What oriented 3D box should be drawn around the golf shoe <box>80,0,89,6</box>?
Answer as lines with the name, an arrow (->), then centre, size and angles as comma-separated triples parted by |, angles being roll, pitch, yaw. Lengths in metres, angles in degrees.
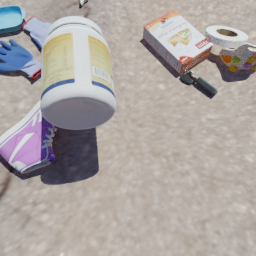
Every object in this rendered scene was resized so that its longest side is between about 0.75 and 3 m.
golf shoe -> -1.736, -5.151, 11.177 | 0.336, 0.294, 0.763 | 13, 65, -1

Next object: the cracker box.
cracker box -> 1.737, -3.108, 9.985 | 1.429, 0.615, 2.133 | -34, 69, -15

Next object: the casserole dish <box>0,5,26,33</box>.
casserole dish -> -4.800, -4.041, 10.583 | 1.933, 0.375, 1.171 | -12, 65, -5

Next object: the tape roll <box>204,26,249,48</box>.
tape roll -> 3.468, -3.242, 9.913 | 1.490, 0.272, 1.490 | 4, 38, -3

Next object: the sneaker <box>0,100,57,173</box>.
sneaker -> -2.362, 0.168, 8.278 | 1.548, 0.984, 2.714 | 41, 81, 14

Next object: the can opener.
can opener -> 2.397, -1.516, 9.422 | 1.332, 0.351, 0.443 | 37, 105, 18

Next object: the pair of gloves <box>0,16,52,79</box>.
pair of gloves -> -3.451, -2.864, 10.051 | 2.300, 0.326, 2.861 | 33, 67, 17

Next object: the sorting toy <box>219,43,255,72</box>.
sorting toy -> 4.024, -2.498, 9.211 | 1.517, 1.366, 0.811 | -7, 80, -3

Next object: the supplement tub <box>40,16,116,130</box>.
supplement tub -> -1.207, -1.302, 6.682 | 1.677, 1.677, 2.322 | -6, 63, -3
